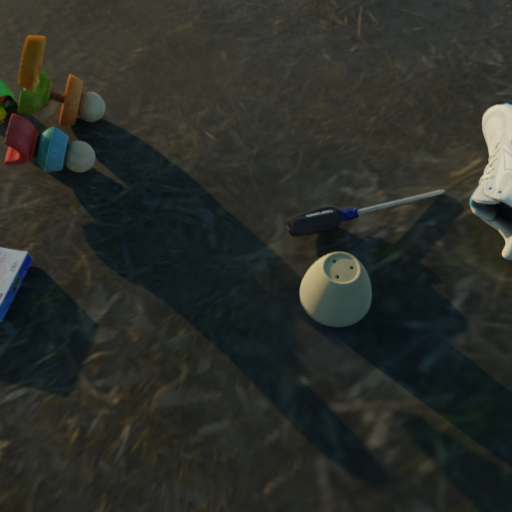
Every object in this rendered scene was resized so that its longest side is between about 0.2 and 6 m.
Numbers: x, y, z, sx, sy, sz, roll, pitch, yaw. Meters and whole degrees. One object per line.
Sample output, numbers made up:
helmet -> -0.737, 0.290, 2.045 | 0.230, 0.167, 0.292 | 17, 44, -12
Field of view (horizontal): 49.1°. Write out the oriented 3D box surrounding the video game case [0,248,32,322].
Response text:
video game case -> -4.289, 0.392, 8.830 | 1.069, 0.268, 1.180 | 10, 57, 6

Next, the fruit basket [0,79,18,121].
fruit basket -> -4.975, -2.920, 10.839 | 0.600, 0.832, 0.832 | -16, 58, -10

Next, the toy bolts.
toy bolts -> -3.460, -2.549, 9.950 | 1.488, 2.049, 2.145 | 12, 70, -20

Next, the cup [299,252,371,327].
cup -> 1.242, 0.399, 8.506 | 1.133, 0.810, 1.133 | 0, 57, 1

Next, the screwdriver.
screwdriver -> 1.952, -0.785, 9.542 | 2.997, 0.418, 0.436 | -12, 17, -10

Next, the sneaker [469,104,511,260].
sneaker -> 4.239, -1.306, 9.460 | 1.402, 1.213, 3.236 | -8, 56, 1
